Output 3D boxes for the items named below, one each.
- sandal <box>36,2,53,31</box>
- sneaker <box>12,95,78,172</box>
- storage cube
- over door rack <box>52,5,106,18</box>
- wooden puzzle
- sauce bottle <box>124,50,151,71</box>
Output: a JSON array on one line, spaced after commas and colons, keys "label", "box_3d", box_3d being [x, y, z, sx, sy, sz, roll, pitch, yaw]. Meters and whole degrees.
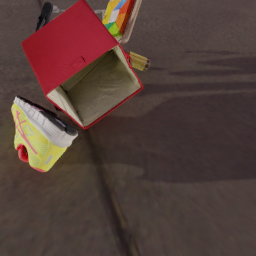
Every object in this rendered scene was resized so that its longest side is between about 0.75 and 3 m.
[{"label": "sandal", "box_3d": [-2.417, -2.997, 7.873, 0.418, 1.098, 0.235, 21, 11, 26]}, {"label": "sneaker", "box_3d": [-2.168, 0.099, 6.308, 1.060, 1.224, 2.712, 27, 1, -35]}, {"label": "storage cube", "box_3d": [-1.069, -1.448, 6.631, 2.077, 1.776, 1.867, -34, 59, 4]}, {"label": "over door rack", "box_3d": [-1.616, -3.306, 9.754, 2.187, 1.616, 0.729, -8, 10, -28]}, {"label": "wooden puzzle", "box_3d": [-0.357, -3.493, 8.873, 1.819, 0.366, 1.966, 13, 79, 51]}, {"label": "sauce bottle", "box_3d": [0.031, -2.249, 9.021, 1.372, 0.444, 0.444, 20, 38, -12]}]
